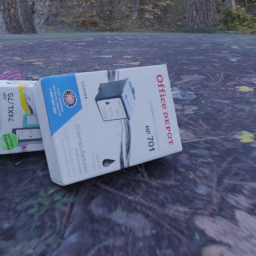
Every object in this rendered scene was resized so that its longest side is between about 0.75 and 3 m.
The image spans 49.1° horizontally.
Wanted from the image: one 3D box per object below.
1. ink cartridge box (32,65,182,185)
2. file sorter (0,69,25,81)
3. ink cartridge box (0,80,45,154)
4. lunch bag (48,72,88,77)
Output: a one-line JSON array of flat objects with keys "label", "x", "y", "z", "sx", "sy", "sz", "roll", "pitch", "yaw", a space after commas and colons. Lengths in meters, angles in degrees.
[{"label": "ink cartridge box", "x": -0.396, "y": -0.164, "z": 6.056, "sx": 2.784, "sy": 2.039, "sz": 1.196, "roll": -13, "pitch": 2, "yaw": -26}, {"label": "file sorter", "x": -3.517, "y": -1.169, "z": 8.629, "sx": 0.920, "sy": 0.830, "sz": 1.323, "roll": -29, "pitch": 38, "yaw": -12}, {"label": "ink cartridge box", "x": -2.578, "y": -0.342, "z": 6.860, "sx": 2.095, "sy": 1.537, "sz": 1.530, "roll": -5, "pitch": 16, "yaw": -32}, {"label": "lunch bag", "x": -1.936, "y": -1.347, "z": 10.078, "sx": 1.691, "sy": 1.268, "sz": 1.994, "roll": -10, "pitch": 23, "yaw": -25}]
